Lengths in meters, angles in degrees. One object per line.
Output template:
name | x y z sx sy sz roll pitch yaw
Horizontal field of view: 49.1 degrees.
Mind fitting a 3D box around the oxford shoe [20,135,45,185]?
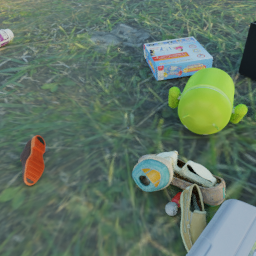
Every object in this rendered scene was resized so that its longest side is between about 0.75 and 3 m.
oxford shoe | -2.380 0.831 6.847 0.507 0.498 1.398 -25 40 20

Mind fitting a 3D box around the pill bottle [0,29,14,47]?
pill bottle | -5.834 -4.099 12.786 0.664 0.664 1.183 16 40 19

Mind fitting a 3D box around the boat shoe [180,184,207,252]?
boat shoe | 1.291 1.744 5.367 0.510 0.542 1.425 6 49 -12

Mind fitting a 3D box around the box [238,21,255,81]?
box | 5.649 -3.121 10.487 2.806 1.980 1.106 -23 40 -26

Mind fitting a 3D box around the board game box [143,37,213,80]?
board game box | 1.872 -2.765 10.932 2.144 0.599 2.100 -9 40 -4

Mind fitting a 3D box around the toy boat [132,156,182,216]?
toy boat | 0.669 1.213 5.960 1.309 1.100 0.608 48 46 5

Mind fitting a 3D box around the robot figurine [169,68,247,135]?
robot figurine | 2.244 -0.792 7.975 2.149 1.417 2.450 18 39 12

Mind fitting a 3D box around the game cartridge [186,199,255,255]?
game cartridge | 2.485 2.436 4.419 2.823 0.577 1.879 33 44 25

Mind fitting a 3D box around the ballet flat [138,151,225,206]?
ballet flat | 1.196 0.945 6.365 2.180 0.733 0.742 23 45 26
